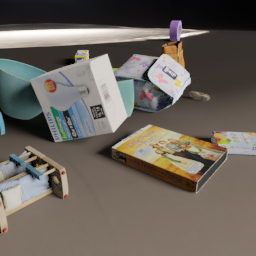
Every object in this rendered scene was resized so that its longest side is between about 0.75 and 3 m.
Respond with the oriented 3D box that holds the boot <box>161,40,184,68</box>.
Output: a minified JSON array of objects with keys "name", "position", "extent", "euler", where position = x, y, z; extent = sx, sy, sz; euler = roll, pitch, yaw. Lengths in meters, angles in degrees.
[{"name":"boot","position":[1.832,-2.841,13.342],"extent":[2.677,2.078,1.026],"euler":[-32,42,-31]}]

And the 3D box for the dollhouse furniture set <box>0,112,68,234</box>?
[{"name":"dollhouse furniture set","position":[-2.398,0.584,5.794],"extent":[1.565,2.233,1.574],"euler":[21,31,38]}]

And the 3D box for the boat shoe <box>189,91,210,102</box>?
[{"name":"boat shoe","position":[3.227,-1.443,12.598],"extent":[0.938,0.337,0.279],"euler":[24,33,33]}]

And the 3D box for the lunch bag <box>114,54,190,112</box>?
[{"name":"lunch bag","position":[1.000,-1.952,11.712],"extent":[2.798,1.779,2.373],"euler":[15,41,24]}]

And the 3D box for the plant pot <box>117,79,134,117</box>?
[{"name":"plant pot","position":[-0.491,-0.949,9.802],"extent":[1.573,1.263,1.573],"euler":[-9,8,1]}]

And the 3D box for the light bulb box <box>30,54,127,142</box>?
[{"name":"light bulb box","position":[-1.449,-0.880,8.585],"extent":[2.138,2.119,1.334],"euler":[-10,19,24]}]

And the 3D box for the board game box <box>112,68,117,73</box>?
[{"name":"board game box","position":[-1.065,-2.648,14.946],"extent":[1.213,0.569,2.388],"euler":[4,25,9]}]

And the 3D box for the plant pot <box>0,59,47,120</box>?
[{"name":"plant pot","position":[-3.835,-1.277,10.260],"extent":[2.434,1.639,2.434],"euler":[22,16,-7]}]

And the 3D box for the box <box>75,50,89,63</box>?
[{"name":"box","position":[-3.255,-5.009,19.962],"extent":[0.813,0.747,2.322],"euler":[-2,25,-4]}]

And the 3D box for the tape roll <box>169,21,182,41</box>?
[{"name":"tape roll","position":[5.240,-10.708,30.877],"extent":[0.901,2.122,2.122],"euler":[10,26,20]}]

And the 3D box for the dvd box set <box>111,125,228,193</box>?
[{"name":"dvd box set","position":[1.136,0.693,7.749],"extent":[2.624,0.386,1.920],"euler":[19,32,35]}]

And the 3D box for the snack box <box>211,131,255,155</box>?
[{"name":"snack box","position":[3.251,0.440,8.400],"extent":[1.317,0.349,0.937],"euler":[3,25,6]}]
